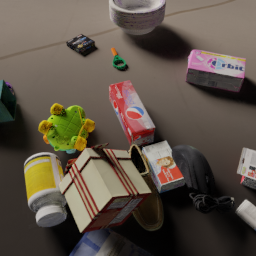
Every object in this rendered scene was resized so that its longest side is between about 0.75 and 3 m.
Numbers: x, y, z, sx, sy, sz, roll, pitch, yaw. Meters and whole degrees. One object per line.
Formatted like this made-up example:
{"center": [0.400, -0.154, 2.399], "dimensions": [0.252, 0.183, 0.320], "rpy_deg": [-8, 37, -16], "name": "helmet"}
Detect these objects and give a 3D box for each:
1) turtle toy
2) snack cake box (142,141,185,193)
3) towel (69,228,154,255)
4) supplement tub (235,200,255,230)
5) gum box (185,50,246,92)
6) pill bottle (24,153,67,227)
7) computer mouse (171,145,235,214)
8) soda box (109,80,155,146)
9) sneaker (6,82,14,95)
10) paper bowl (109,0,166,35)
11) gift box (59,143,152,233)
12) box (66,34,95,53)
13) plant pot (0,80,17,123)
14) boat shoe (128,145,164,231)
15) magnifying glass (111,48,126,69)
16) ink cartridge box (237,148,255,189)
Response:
{"center": [-2.130, -0.031, 10.066], "dimensions": [1.679, 1.164, 2.304], "rpy_deg": [27, 48, -7], "name": "turtle toy"}
{"center": [1.181, 1.266, 9.394], "dimensions": [0.912, 0.533, 1.586], "rpy_deg": [-14, 51, -14], "name": "snack cake box"}
{"center": [-0.269, 4.009, 7.196], "dimensions": [2.995, 0.357, 2.200], "rpy_deg": [25, 56, 22], "name": "towel"}
{"center": [3.672, 2.592, 8.265], "dimensions": [0.541, 0.541, 0.819], "rpy_deg": [-32, 58, -25], "name": "supplement tub"}
{"center": [3.820, -2.582, 12.459], "dimensions": [2.496, 0.826, 1.417], "rpy_deg": [14, 52, 11], "name": "gum box"}
{"center": [-2.466, 1.849, 8.496], "dimensions": [1.149, 1.149, 2.050], "rpy_deg": [-14, 51, -12], "name": "pill bottle"}
{"center": [2.267, 1.387, 8.710], "dimensions": [1.773, 0.675, 2.561], "rpy_deg": [12, 38, -38], "name": "computer mouse"}
{"center": [0.103, -0.612, 10.774], "dimensions": [0.955, 0.865, 2.727], "rpy_deg": [-15, 52, -13], "name": "soda box"}
{"center": [-5.174, -1.758, 12.064], "dimensions": [0.357, 0.393, 0.889], "rpy_deg": [-23, 52, -17], "name": "sneaker"}
{"center": [0.491, -6.160, 15.037], "dimensions": [2.973, 1.546, 2.973], "rpy_deg": [0, 50, 0], "name": "paper bowl"}
{"center": [-0.588, 1.537, 7.969], "dimensions": [1.848, 2.002, 1.870], "rpy_deg": [14, 33, -50], "name": "gift box"}
{"center": [-2.423, -4.331, 14.345], "dimensions": [1.058, 0.265, 1.066], "rpy_deg": [37, 58, 26], "name": "box"}
{"center": [-5.436, -0.893, 10.882], "dimensions": [1.683, 1.190, 1.189], "rpy_deg": [-13, 50, 0], "name": "plant pot"}
{"center": [0.398, 1.734, 8.656], "dimensions": [0.983, 1.044, 2.742], "rpy_deg": [-13, 51, -10], "name": "boat shoe"}
{"center": [-0.540, -3.393, 13.621], "dimensions": [0.638, 0.180, 1.603], "rpy_deg": [-13, 53, -10], "name": "magnifying glass"}
{"center": [4.194, 1.364, 9.329], "dimensions": [1.046, 0.500, 1.192], "rpy_deg": [20, 53, 16], "name": "ink cartridge box"}
